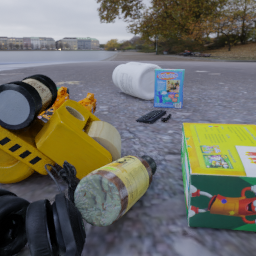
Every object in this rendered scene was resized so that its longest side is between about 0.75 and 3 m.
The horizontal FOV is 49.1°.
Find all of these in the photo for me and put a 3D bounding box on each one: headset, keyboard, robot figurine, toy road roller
[{"bbox_3d":[-1.146,1.305,3.346,1.535,1.168,2.485,1,31,13],"label":"headset"},{"bbox_3d":[1.032,-0.423,9.964,1.043,0.169,1.642,7,19,23],"label":"keyboard"},{"bbox_3d":[-1.950,-0.302,7.533,1.909,0.766,2.633,13,29,12],"label":"robot figurine"},{"bbox_3d":[-1.623,0.336,5.516,2.707,1.976,1.663,36,13,-10],"label":"toy road roller"}]

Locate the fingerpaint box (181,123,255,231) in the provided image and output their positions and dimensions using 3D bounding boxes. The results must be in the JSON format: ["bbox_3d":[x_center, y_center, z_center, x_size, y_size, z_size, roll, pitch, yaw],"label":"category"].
[{"bbox_3d":[2.012,0.686,4.832,2.075,0.912,2.487,1,17,7],"label":"fingerpaint box"}]

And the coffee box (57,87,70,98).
[{"bbox_3d":[-4.364,-1.611,13.166,2.773,0.610,1.705,10,19,31],"label":"coffee box"}]

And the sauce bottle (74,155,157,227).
[{"bbox_3d":[-0.030,0.826,4.431,0.713,0.713,2.204,6,5,18],"label":"sauce bottle"}]

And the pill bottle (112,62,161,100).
[{"bbox_3d":[0.419,-2.460,14.176,1.683,1.683,2.944,-9,19,-27],"label":"pill bottle"}]

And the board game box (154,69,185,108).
[{"bbox_3d":[1.688,-1.628,11.552,1.194,1.570,0.353,5,18,14],"label":"board game box"}]
